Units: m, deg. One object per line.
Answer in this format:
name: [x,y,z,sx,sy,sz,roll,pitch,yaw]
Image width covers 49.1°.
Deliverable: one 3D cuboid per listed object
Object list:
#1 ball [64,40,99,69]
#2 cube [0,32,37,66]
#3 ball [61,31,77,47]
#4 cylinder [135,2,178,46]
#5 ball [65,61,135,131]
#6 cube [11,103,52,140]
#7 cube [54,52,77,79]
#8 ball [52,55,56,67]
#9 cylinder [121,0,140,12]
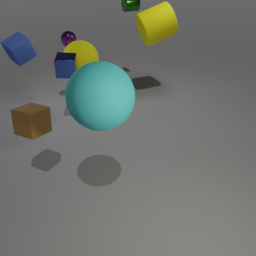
ball: [-1.856,-2.714,11.012,1.400,1.400,1.400,0,31,0]
cube: [-3.565,-2.588,9.165,0.700,0.700,0.700,-41,54,-20]
ball: [-2.628,-3.938,12.413,0.700,0.700,0.700,0,31,0]
cylinder: [1.219,-4.456,12.035,1.400,1.400,1.400,-25,34,-1]
ball: [-0.559,-0.640,5.692,1.400,1.400,1.400,0,31,0]
cube: [-2.508,-0.194,7.316,0.700,0.700,0.700,13,26,25]
cube: [-2.212,-2.241,10.032,0.700,0.700,0.700,1,38,-5]
ball: [-2.943,-2.906,12.254,0.700,0.700,0.700,0,31,0]
cylinder: [0.125,-5.871,13.200,0.700,0.700,0.700,-14,34,-20]
